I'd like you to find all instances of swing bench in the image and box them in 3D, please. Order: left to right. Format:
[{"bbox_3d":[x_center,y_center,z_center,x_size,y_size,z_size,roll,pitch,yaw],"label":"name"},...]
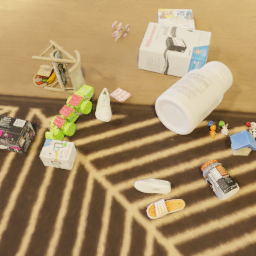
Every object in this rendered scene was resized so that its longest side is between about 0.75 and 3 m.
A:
[{"bbox_3d":[-2.442,-2.149,10.954,1.824,1.814,1.183,24,58,16],"label":"swing bench"}]

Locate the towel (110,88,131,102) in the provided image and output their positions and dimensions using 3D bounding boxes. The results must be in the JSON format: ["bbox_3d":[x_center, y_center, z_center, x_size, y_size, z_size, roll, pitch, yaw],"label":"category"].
[{"bbox_3d":[-0.307,-1.355,11.356,0.754,0.113,0.552,32,59,34],"label":"towel"}]

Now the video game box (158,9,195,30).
[{"bbox_3d":[2.413,-5.408,14.149,1.738,0.407,1.584,2,57,1],"label":"video game box"}]

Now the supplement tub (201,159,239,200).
[{"bbox_3d":[2.904,1.630,8.938,0.720,0.720,1.175,-21,57,-14],"label":"supplement tub"}]

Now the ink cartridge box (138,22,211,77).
[{"bbox_3d":[2.025,-3.383,12.221,2.779,1.163,2.016,13,56,9],"label":"ink cartridge box"}]

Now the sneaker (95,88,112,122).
[{"bbox_3d":[-0.904,-0.900,10.447,0.590,0.694,1.569,2,40,-10],"label":"sneaker"}]

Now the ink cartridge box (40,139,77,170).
[{"bbox_3d":[-2.322,0.889,9.463,0.965,0.705,0.708,8,56,5],"label":"ink cartridge box"}]

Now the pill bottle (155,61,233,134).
[{"bbox_3d":[2.507,-1.211,10.282,1.651,1.651,2.887,38,61,24],"label":"pill bottle"}]

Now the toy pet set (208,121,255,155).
[{"bbox_3d":[3.839,0.152,9.899,1.629,0.865,1.521,0,54,1],"label":"toy pet set"}]

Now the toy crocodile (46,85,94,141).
[{"bbox_3d":[-2.103,-0.560,10.210,0.864,0.790,2.560,26,72,25],"label":"toy crocodile"}]

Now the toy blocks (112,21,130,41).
[{"bbox_3d":[-0.415,-4.595,13.398,0.760,0.710,0.640,20,54,10],"label":"toy blocks"}]

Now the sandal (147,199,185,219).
[{"bbox_3d":[1.172,2.390,8.615,1.235,0.354,0.473,-14,56,-10],"label":"sandal"}]

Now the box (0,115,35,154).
[{"bbox_3d":[-4.232,0.200,9.872,1.495,0.858,0.988,11,54,6],"label":"box"}]

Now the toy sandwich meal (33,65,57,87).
[{"bbox_3d":[-3.518,-2.201,11.872,1.109,0.380,1.109,0,54,0],"label":"toy sandwich meal"}]

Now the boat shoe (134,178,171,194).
[{"bbox_3d":[0.799,1.813,9.030,1.156,0.416,0.396,1,33,9],"label":"boat shoe"}]
